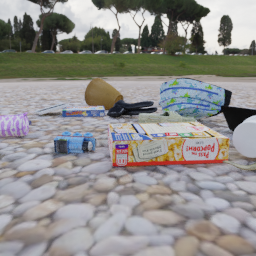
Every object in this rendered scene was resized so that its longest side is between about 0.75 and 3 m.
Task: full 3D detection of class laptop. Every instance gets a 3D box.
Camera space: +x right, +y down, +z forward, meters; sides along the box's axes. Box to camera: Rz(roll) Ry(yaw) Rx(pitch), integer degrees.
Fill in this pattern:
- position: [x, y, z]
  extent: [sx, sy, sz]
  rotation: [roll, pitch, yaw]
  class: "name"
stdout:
- position: [4.478, -0.269, 9.641]
  extent: [1.996, 1.031, 1.769]
  rotation: [-9, 16, -36]
  class: "laptop"

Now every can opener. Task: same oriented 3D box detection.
- position: [0.237, -0.831, 12.815]
  extent: [2.560, 0.812, 1.007]
  rotation: [-1, 52, 36]
  class: "can opener"

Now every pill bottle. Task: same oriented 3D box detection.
- position: [3.680, 0.147, 7.544]
  extent: [1.926, 1.089, 1.089]
  rotation: [-11, 16, -43]
  class: "pill bottle"

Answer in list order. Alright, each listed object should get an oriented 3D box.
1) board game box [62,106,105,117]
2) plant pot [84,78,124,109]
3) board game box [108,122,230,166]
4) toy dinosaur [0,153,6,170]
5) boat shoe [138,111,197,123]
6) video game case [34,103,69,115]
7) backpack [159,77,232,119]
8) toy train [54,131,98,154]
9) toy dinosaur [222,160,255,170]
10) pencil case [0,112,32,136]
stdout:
- position: [-2.165, -0.830, 13.868]
  extent: [1.995, 0.344, 1.351]
  rotation: [-1, 12, -6]
  class: "board game box"
- position: [-1.195, -1.747, 15.636]
  extent: [1.820, 1.696, 1.696]
  rotation: [24, 23, 32]
  class: "plant pot"
- position: [0.914, 0.347, 7.603]
  extent: [2.842, 0.658, 2.153]
  rotation: [-1, 12, -6]
  class: "board game box"
- position: [-3.659, 0.575, 6.044]
  extent: [2.009, 1.163, 2.214]
  rotation: [-14, 16, 26]
  class: "toy dinosaur"
- position: [1.486, -0.221, 10.009]
  extent: [2.474, 0.767, 0.891]
  rotation: [-6, 14, -27]
  class: "boat shoe"
- position: [-3.830, -0.959, 14.002]
  extent: [1.449, 0.169, 1.317]
  rotation: [-20, 14, -26]
  class: "video game case"
- position: [2.570, -1.196, 11.776]
  extent: [2.670, 2.053, 2.178]
  rotation: [26, -16, -26]
  class: "backpack"
- position: [-1.454, 0.424, 7.762]
  extent: [1.178, 0.511, 0.673]
  rotation: [3, 21, 5]
  class: "toy train"
- position: [3.353, 0.735, 6.235]
  extent: [2.246, 0.533, 0.990]
  rotation: [-5, -1, -19]
  class: "toy dinosaur"
- position: [-4.307, -0.111, 9.432]
  extent: [1.900, 0.812, 0.797]
  rotation: [-3, 15, -7]
  class: "pencil case"
